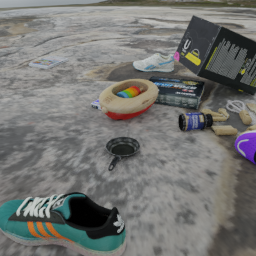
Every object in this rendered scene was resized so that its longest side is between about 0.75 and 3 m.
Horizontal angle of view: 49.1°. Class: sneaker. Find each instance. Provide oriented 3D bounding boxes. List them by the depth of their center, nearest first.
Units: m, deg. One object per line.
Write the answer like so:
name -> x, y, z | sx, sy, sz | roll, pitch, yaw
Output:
sneaker -> -1.180, 1.461, 4.762 | 2.393, 0.956, 0.854 | 7, 29, 13
sneaker -> 3.334, 0.766, 6.174 | 1.144, 0.800, 2.301 | -24, 36, -38
sneaker -> 1.214, -3.154, 13.392 | 1.964, 0.793, 0.751 | 1, 30, 3

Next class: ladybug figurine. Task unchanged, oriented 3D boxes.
ladybug figurine -> 0.018, -0.893, 9.114 | 2.284, 0.821, 1.550 | -28, 45, -35

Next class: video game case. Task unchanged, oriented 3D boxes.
video game case -> -4.090, -3.423, 14.549 | 1.214, 0.153, 1.696 | 14, 31, 23

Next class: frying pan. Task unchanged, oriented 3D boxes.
frying pan -> -0.095, 0.649, 7.016 | 0.892, 0.240, 1.474 | -4, 31, -6

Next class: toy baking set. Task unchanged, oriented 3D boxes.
toy baking set -> 3.538, -0.381, 8.777 | 2.693, 0.313, 2.067 | -14, 33, -24

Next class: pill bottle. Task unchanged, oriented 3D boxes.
pill bottle -> 1.993, -0.198, 8.256 | 0.922, 0.516, 0.516 | -4, 29, -8

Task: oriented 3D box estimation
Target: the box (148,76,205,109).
box -> 1.672, -1.368, 10.424 | 2.118, 0.487, 1.683 | 10, 30, 17

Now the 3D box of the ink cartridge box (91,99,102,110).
ink cartridge box -> -0.723, -0.858, 9.815 | 0.822, 0.180, 0.830 | 16, 35, 27

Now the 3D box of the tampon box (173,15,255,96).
tampon box -> 3.589, -2.714, 10.544 | 2.824, 1.783, 2.117 | 13, 25, -23
